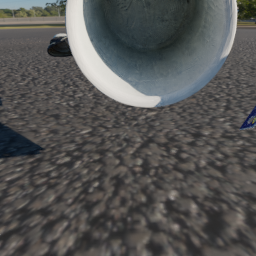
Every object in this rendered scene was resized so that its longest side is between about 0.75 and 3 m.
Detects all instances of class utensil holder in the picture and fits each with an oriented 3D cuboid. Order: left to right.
[{"bbox_3d":[0.309,-1.778,4.402,2.075,2.075,2.442,1,31,2],"label":"utensil holder"}]

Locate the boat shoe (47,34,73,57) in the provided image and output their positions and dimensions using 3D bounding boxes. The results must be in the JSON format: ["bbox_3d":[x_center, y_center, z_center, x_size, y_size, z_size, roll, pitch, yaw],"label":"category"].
[{"bbox_3d":[-1.693,-2.629,8.820,2.132,0.788,0.643,6,57,30],"label":"boat shoe"}]

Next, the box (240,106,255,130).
[{"bbox_3d":[2.154,-0.725,3.459,0.323,1.991,1.206,37,7,12],"label":"box"}]
